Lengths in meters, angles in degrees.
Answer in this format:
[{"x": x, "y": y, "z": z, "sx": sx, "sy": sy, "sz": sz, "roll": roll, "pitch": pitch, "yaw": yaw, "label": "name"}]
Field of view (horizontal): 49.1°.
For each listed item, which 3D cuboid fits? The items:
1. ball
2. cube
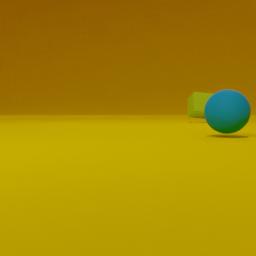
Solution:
[{"x": 1.591, "y": -0.261, "z": 4.505, "sx": 0.708, "sy": 0.708, "sz": 0.708, "roll": 0, "pitch": 3, "yaw": 0, "label": "ball"}, {"x": 3.131, "y": -0.965, "z": 12.102, "sx": 0.879, "sy": 0.879, "sz": 0.879, "roll": 5, "pitch": -16, "yaw": -6, "label": "cube"}]
